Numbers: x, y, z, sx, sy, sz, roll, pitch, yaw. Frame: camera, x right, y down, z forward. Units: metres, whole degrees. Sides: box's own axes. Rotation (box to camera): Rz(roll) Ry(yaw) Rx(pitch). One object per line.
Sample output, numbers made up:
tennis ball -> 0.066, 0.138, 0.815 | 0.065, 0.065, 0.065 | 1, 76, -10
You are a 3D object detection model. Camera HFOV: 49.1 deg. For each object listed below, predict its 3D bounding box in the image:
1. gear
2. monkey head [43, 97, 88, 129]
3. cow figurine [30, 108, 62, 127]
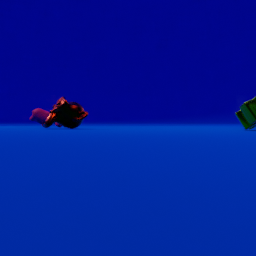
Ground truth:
gear -> 2.766, -0.587, 4.757 | 1.840, 0.340, 1.840 | -25, -17, -8
monkey head -> -1.431, -0.221, 6.404 | 0.746, 0.890, 1.238 | 40, -27, -20
cow figurine -> -2.247, -0.299, 7.872 | 0.883, 0.484, 0.868 | 28, -28, -29
